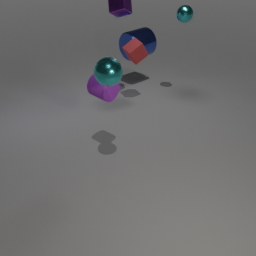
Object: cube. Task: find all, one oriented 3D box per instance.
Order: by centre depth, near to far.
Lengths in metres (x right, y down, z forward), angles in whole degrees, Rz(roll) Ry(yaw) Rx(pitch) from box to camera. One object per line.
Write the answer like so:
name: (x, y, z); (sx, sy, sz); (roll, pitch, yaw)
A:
cube: (-0.309, -4.865, 11.035); (0.700, 0.700, 0.700); (-3, 3, 27)
cube: (0.317, -3.298, 12.026); (0.700, 0.700, 0.700); (-38, 46, 0)

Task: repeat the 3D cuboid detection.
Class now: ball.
ball: (-0.477, -1.361, 6.794); (0.700, 0.700, 0.700); (0, 30, 0)
ball: (2.386, -4.782, 11.753); (0.700, 0.700, 0.700); (0, 30, 0)

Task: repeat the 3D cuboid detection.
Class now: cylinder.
cylinder: (-0.730, -1.205, 8.283); (0.700, 0.700, 0.700); (27, 40, 31)
cylinder: (0.491, -4.274, 14.231); (1.400, 1.400, 1.400); (-28, 40, -33)
